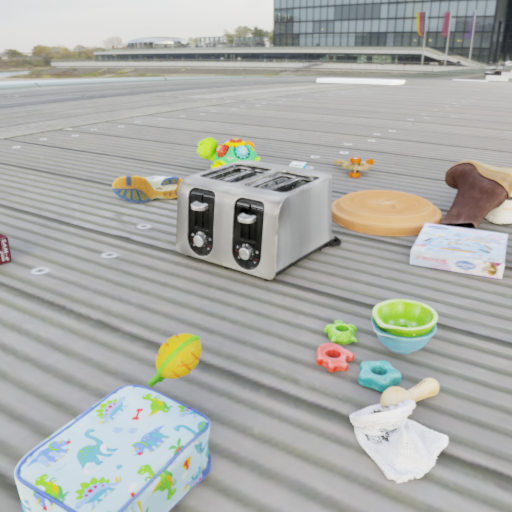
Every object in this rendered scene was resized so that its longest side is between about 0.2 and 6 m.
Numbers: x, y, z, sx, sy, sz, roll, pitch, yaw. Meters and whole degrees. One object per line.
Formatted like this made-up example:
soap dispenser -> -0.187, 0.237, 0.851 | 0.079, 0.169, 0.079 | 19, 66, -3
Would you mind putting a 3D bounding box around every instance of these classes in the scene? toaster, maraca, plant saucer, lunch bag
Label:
toaster -> 0.110, -0.838, 11.430 | 2.498, 1.639, 2.762 | 17, 28, 32
maraca -> -1.003, 1.291, 6.857 | 0.475, 0.888, 0.609 | 47, 23, 16
plant saucer -> 3.149, -1.130, 13.683 | 2.677, 0.432, 2.677 | 0, 24, 0
lunch bag -> -1.398, 2.096, 5.673 | 1.408, 0.722, 1.751 | 15, 27, 28

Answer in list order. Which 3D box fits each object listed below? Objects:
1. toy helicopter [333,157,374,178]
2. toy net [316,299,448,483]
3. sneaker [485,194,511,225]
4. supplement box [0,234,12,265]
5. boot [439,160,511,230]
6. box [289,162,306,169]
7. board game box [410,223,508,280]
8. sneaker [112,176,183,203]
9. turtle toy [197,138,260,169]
toy helicopter -> 3.037, -2.898, 17.709 | 0.974, 0.581, 1.473 | -12, 22, -30
toy net -> 1.571, 1.501, 7.226 | 1.660, 0.611, 3.164 | 4, 24, 10
sneaker -> 5.870, -1.545, 14.046 | 0.859, 0.932, 2.330 | -4, 22, -6
supplement box -> -5.883, 0.003, 10.792 | 1.034, 0.579, 1.901 | 20, 31, 40
boot -> 4.841, -1.390, 13.180 | 1.834, 0.798, 2.205 | -45, 22, -12
box -> 1.256, -2.701, 17.573 | 0.453, 0.271, 1.101 | 6, 24, 14
board game box -> 4.154, -0.141, 11.409 | 1.722, 0.354, 1.718 | 11, 26, 23
sneaker -> -2.918, -1.814, 15.131 | 1.940, 0.730, 0.855 | -1, 11, -20
turtle toy -> -0.877, -3.183, 17.703 | 2.080, 1.051, 1.516 | 6, 24, 13
